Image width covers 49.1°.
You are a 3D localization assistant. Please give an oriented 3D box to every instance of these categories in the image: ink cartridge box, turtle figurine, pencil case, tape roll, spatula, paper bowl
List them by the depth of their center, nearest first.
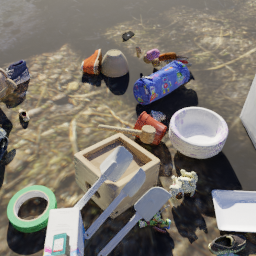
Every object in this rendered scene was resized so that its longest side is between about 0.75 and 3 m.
[{"bbox_3d":[-1.480,3.194,6.507,0.758,1.309,2.253,-3,44,-3],"label":"ink cartridge box"},{"bbox_3d":[-0.404,1.948,7.095,1.824,2.623,0.211,43,15,11],"label":"spatula"},{"bbox_3d":[0.715,2.433,7.755,0.880,0.908,0.653,-9,18,-3],"label":"turtle figurine"},{"bbox_3d":[-2.762,2.318,8.127,1.355,0.326,1.355,0,43,0],"label":"tape roll"},{"bbox_3d":[2.397,0.241,9.767,1.940,1.009,1.940,0,44,0],"label":"paper bowl"},{"bbox_3d":[1.425,-1.993,11.964,2.730,1.185,1.065,-32,39,-30],"label":"pencil case"}]

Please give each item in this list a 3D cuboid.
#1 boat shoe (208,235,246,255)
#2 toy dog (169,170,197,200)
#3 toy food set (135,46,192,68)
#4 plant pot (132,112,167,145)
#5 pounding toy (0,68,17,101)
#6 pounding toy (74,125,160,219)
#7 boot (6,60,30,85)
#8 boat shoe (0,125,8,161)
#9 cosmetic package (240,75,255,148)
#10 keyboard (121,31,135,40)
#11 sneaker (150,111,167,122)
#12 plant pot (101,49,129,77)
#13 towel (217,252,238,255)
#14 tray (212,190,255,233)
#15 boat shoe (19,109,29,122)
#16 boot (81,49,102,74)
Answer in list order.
[{"bbox_3d":[2.648,2.999,7.291,1.154,0.374,0.423,-7,42,-24],"label":"boat shoe"},{"bbox_3d":[1.588,1.775,8.405,0.886,0.859,0.619,-29,26,-30],"label":"toy dog"},{"bbox_3d":[1.654,-3.171,13.012,2.664,1.694,0.420,10,84,7],"label":"toy food set"},{"bbox_3d":[0.804,0.068,10.068,0.967,0.995,0.995,28,50,15],"label":"plant pot"},{"bbox_3d":[-5.317,-1.597,10.904,1.999,1.143,1.147,-25,15,27],"label":"pounding toy"},{"bbox_3d":[-0.199,1.004,8.880,2.904,1.329,2.552,-26,44,-36],"label":"pounding toy"},{"bbox_3d":[-5.300,-2.281,12.455,0.713,0.886,1.961,25,50,23],"label":"boot"},{"bbox_3d":[-4.906,0.087,10.038,1.333,1.039,2.937,2,47,-7],"label":"boat shoe"},{"bbox_3d":[5.208,-0.479,9.412,1.559,2.528,2.536,-1,44,-1],"label":"cosmetic package"},{"bbox_3d":[-0.043,-5.337,16.188,0.498,0.190,0.957,39,51,5],"label":"keyboard"},{"bbox_3d":[1.225,-0.321,10.815,0.600,0.390,1.039,-2,43,-5],"label":"sneaker"},{"bbox_3d":[-0.640,-3.201,13.396,1.363,0.915,1.363,0,44,0],"label":"plant pot"},{"bbox_3d":[2.700,3.543,7.009,1.045,0.122,0.797,20,48,19],"label":"towel"},{"bbox_3d":[3.699,2.438,8.043,2.431,0.270,1.305,2,45,2],"label":"tray"},{"bbox_3d":[-4.155,-0.580,11.149,0.292,0.274,0.791,-28,51,-26],"label":"boat shoe"},{"bbox_3d":[-1.763,-3.301,13.720,0.955,0.668,1.781,1,45,9],"label":"boot"}]
